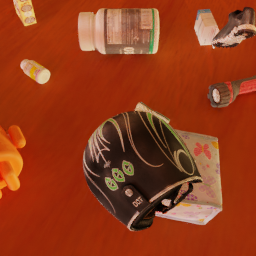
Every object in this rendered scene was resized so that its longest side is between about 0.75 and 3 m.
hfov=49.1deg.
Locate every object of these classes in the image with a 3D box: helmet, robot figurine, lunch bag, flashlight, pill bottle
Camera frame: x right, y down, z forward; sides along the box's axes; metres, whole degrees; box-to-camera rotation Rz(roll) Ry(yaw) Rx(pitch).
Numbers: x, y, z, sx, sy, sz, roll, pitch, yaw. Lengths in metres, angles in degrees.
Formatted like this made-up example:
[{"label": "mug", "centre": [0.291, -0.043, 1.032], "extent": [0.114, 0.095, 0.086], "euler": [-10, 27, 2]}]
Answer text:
[{"label": "helmet", "centre": [0.153, 0.630, 5.104], "extent": [2.022, 2.022, 1.927], "euler": [-26, 59, -18]}, {"label": "robot figurine", "centre": [-3.572, 0.634, 7.021], "extent": [1.734, 1.406, 2.411], "euler": [-49, 62, 8]}, {"label": "lunch bag", "centre": [0.914, 1.070, 6.683], "extent": [2.252, 1.432, 1.910], "euler": [11, 54, -5]}, {"label": "flashlight", "centre": [3.705, -1.230, 8.843], "extent": [2.311, 0.785, 0.782], "euler": [-13, 97, -13]}, {"label": "pill bottle", "centre": [-3.170, -1.951, 9.506], "extent": [1.021, 0.532, 0.532], "euler": [34, 60, 23]}, {"label": "pill bottle", "centre": [-0.313, -3.441, 9.996], "extent": [2.723, 1.540, 1.540], "euler": [0, 53, 0]}]

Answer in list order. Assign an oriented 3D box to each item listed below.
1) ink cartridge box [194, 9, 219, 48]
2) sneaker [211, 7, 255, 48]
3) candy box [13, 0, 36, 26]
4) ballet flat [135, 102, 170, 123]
[{"label": "ink cartridge box", "centre": [2.982, -3.772, 10.698], "extent": [0.479, 0.832, 1.436], "euler": [-3, 53, -3]}, {"label": "sneaker", "centre": [2.971, -2.801, 7.851], "extent": [0.634, 1.909, 0.864], "euler": [8, 91, -9]}, {"label": "candy box", "centre": [-4.272, -5.273, 11.091], "extent": [0.555, 2.005, 1.157], "euler": [-22, 56, -19]}, {"label": "ballet flat", "centre": [0.719, -0.369, 8.478], "extent": [1.191, 0.402, 0.371], "euler": [34, 88, 27]}]
